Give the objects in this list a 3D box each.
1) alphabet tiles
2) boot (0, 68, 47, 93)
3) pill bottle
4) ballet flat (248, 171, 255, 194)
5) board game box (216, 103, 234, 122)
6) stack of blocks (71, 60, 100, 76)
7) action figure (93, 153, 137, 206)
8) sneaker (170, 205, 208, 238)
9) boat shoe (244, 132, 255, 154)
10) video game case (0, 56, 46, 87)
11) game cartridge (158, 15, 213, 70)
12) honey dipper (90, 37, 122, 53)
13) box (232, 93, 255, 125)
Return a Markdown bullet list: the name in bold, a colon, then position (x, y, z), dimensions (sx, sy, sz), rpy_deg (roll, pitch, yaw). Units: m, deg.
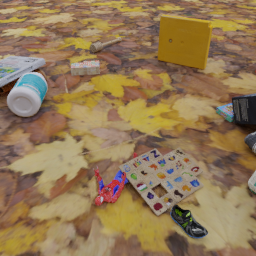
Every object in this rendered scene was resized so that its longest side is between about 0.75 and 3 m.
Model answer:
- **alphabet tiles**: position (0.975, 1.187, 7.271), dimensions (1.916, 0.072, 1.601), rpy_deg (-22, 54, -30)
- **boot**: position (-4.470, -1.877, 11.478), dimensions (2.031, 0.748, 1.571), rpy_deg (7, 33, 31)
- **pill bottle**: position (-3.618, -1.347, 10.341), dimensions (1.100, 1.100, 1.986), rpy_deg (-1, 35, -1)
- **ballet flat**: position (4.015, 0.969, 7.308), dimensions (2.302, 0.799, 0.799), rpy_deg (-23, 41, -30)
- **board game box**: position (3.796, -0.594, 10.025), dimensions (0.995, 0.224, 0.757), rpy_deg (-15, 37, -20)
- **stack of blocks**: position (-1.982, -2.810, 13.088), dimensions (1.317, 0.386, 0.758), rpy_deg (-4, 35, -5)
- **action figure**: position (-0.188, 1.116, 6.985), dimensions (0.629, 0.954, 1.927), rpy_deg (21, 42, 28)
- **sneaker**: position (1.302, 2.024, 6.088), dimensions (0.336, 0.393, 0.948), rpy_deg (-27, 43, -31)
- **boat shoe**: position (4.590, 0.180, 8.464), dimensions (2.327, 0.835, 0.789), rpy_deg (-19, 40, -14)
- **video game case**: position (-5.085, -2.322, 11.441), dimensions (2.659, 0.293, 2.424), rpy_deg (15, 42, 38)
- **game cartridge**: position (2.652, -4.101, 13.369), dimensions (2.501, 2.205, 0.406), rpy_deg (19, 39, 24)
- **honey dipper**: position (-1.161, -4.854, 16.001), dimensions (0.479, 0.479, 2.522), rpy_deg (22, 39, 29)
- **box**: position (4.515, -0.685, 8.939), dimensions (1.601, 0.956, 1.628), rpy_deg (-10, 6, -16)
